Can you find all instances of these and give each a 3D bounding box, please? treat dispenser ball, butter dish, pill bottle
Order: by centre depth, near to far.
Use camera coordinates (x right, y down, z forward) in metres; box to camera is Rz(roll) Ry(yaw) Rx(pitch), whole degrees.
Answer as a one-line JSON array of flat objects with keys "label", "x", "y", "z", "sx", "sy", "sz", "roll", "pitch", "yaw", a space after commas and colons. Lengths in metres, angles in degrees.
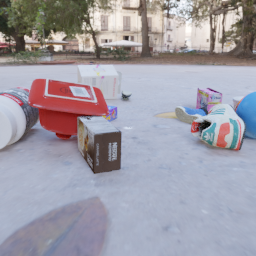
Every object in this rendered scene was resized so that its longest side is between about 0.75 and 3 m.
[{"label": "butter dish", "x": -1.960, "y": -0.449, "z": 8.965, "sx": 2.339, "sy": 1.734, "sz": 2.346, "roll": 6, "pitch": 26, "yaw": -18}, {"label": "pill bottle", "x": -3.888, "y": -0.374, "z": 9.033, "sx": 1.576, "sy": 1.576, "sz": 2.767, "roll": 0, "pitch": 16, "yaw": -1}, {"label": "treat dispenser ball", "x": 4.366, "y": -0.437, "z": 9.275, "sx": 1.580, "sy": 1.580, "sz": 1.580, "roll": 0, "pitch": 16, "yaw": 0}]

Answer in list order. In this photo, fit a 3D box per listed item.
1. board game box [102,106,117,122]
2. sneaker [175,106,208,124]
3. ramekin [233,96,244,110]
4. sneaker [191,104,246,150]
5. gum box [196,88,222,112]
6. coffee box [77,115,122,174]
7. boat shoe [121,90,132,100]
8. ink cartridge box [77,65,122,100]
[{"label": "board game box", "x": -1.626, "y": -0.454, "z": 11.138, "sx": 1.579, "sy": 0.526, "sz": 2.349, "roll": 7, "pitch": 18, "yaw": 23}, {"label": "sneaker", "x": 2.667, "y": -0.558, "z": 11.341, "sx": 0.859, "sy": 0.593, "sz": 1.544, "roll": -17, "pitch": 26, "yaw": -30}, {"label": "ramekin", "x": 5.463, "y": -0.942, "z": 12.471, "sx": 1.565, "sy": 0.729, "sz": 1.565, "roll": -1, "pitch": 16, "yaw": 0}, {"label": "sneaker", "x": 2.752, "y": -0.185, "z": 9.244, "sx": 1.401, "sy": 1.055, "sz": 2.997, "roll": 6, "pitch": 19, "yaw": 2}, {"label": "gum box", "x": 3.634, "y": -1.194, "z": 12.742, "sx": 0.616, "sy": 1.056, "sz": 1.862, "roll": -1, "pitch": 16, "yaw": -2}, {"label": "coffee box", "x": -0.813, "y": 0.361, "z": 7.469, "sx": 0.719, "sy": 1.031, "sz": 1.803, "roll": -5, "pitch": 18, "yaw": -21}, {"label": "boat shoe", "x": -0.123, "y": -1.871, "z": 16.100, "sx": 0.571, "sy": 0.472, "sz": 1.526, "roll": 1, "pitch": 13, "yaw": -14}, {"label": "ink cartridge box", "x": -1.620, "y": -2.638, "z": 16.161, "sx": 2.409, "sy": 1.549, "sz": 1.509, "roll": -4, "pitch": 37, "yaw": -17}]
